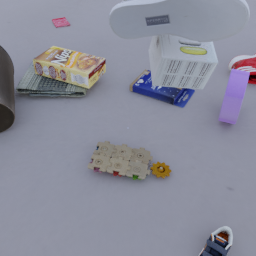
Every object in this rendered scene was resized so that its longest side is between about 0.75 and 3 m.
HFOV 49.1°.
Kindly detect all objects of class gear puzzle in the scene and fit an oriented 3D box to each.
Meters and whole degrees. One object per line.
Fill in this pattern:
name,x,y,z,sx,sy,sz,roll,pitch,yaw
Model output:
gear puzzle,0.089,0.971,7.680,2.217,0.290,1.148,10,41,7

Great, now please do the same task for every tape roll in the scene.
tape roll,3.302,-0.974,8.762,0.543,1.654,1.654,15,44,17

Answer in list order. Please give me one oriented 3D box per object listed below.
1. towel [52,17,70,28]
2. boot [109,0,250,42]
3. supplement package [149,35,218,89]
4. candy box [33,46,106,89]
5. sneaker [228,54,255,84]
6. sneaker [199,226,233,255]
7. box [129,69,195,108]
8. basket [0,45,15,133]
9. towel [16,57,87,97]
towel,-3.661,-5.766,15.297,0.801,0.124,1.107,-17,45,-17
boot,0.846,-2.044,4.704,2.253,0.829,1.077,8,46,20
supplement package,1.078,-1.481,5.745,1.117,0.822,1.068,3,58,-9
candy box,-2.167,-2.324,10.504,2.340,0.647,1.351,18,42,15
sneaker,5.359,-2.346,11.061,2.403,0.941,1.388,-17,52,0
sneaker,1.774,2.533,5.741,0.486,0.492,1.240,24,48,23
box,1.297,-1.507,10.374,2.149,0.348,1.302,21,46,20
basket,-4.461,-1.211,8.866,1.736,2.301,2.552,-16,53,-11
towel,-2.748,-1.993,10.939,2.583,0.463,2.683,3,40,-1
